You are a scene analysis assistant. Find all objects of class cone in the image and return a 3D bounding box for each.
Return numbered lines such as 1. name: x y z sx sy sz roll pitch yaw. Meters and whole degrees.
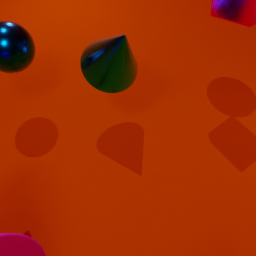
1. cone: -0.230 -1.506 5.547 1.283 1.288 1.283 4 76 -15
2. cone: -1.426 1.235 2.653 0.962 0.962 0.966 -42 36 -25

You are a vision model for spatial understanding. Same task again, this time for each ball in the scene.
1. ball: -2.552 -1.720 6.009 1.077 1.077 1.077 0 55 0

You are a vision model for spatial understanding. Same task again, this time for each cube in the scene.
1. cube: 2.298 -2.642 5.337 0.968 0.968 0.968 -29 45 -23
